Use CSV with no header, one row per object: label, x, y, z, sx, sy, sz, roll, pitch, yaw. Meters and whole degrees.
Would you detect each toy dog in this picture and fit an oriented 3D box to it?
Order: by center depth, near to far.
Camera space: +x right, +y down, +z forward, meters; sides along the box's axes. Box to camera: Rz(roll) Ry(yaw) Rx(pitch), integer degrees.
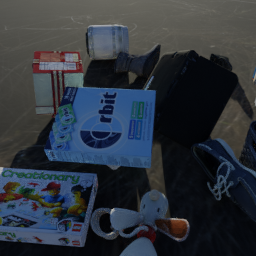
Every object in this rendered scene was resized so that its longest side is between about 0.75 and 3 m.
toy dog,0.203,2.121,5.088,1.854,1.354,2.811,-4,38,-5

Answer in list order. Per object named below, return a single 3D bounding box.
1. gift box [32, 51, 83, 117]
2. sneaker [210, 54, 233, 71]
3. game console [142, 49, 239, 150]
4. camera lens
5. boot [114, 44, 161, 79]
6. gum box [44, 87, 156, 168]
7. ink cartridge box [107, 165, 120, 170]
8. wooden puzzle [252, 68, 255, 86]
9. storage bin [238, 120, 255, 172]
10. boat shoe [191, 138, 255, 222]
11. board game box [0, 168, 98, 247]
gift box,-2.153,-1.379,9.277,1.891,1.766,1.745,1,40,-11
sneaker,4.242,-2.921,12.396,0.676,0.566,1.489,-5,39,-17
game console,1.609,-0.907,8.753,2.649,1.542,2.329,-60,29,-5
camera lens,-0.958,-3.932,12.877,1.893,1.514,1.514,-3,37,-4
boot,0.439,-3.118,12.324,1.682,0.892,2.555,13,38,14
gum box,-0.615,-0.100,7.482,2.613,0.582,2.220,4,53,5
ink cartridge box,-0.525,0.468,7.869,1.244,0.516,0.913,31,48,29
wooden puzzle,4.462,-1.916,9.045,0.330,1.775,1.642,16,84,38
storage bin,4.425,0.932,6.643,2.967,1.391,2.006,1,37,0
boat shoe,2.357,1.158,6.625,0.855,1.035,2.765,-7,36,-11
board game box,-2.158,1.708,6.353,2.693,0.466,1.700,3,37,4
